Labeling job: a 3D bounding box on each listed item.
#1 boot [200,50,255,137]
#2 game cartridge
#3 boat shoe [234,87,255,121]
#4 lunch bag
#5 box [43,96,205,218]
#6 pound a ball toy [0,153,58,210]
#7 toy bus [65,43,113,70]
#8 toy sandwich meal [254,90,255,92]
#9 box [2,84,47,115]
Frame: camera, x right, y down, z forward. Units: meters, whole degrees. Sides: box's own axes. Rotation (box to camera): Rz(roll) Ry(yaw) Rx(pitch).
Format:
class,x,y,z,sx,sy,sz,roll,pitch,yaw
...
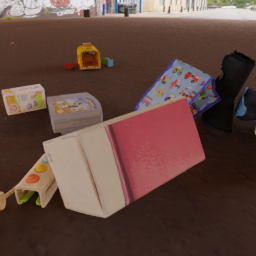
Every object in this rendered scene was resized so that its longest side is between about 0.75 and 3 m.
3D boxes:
class,x,y,z,sx,sy,sz,roll,pitch,yaw
boot,3.133,-1.167,8.727,0.962,2.117,2.520,21,33,2
game cartridge,-1.832,-0.608,9.697,1.749,0.545,2.626,-13,29,-15
boat shoe,4.041,-0.656,9.263,0.833,1.022,2.428,25,33,15
lunch bag,1.353,-0.825,8.765,2.322,1.092,1.748,-42,45,-5
box,-0.036,0.482,5.745,2.685,1.463,1.717,-21,5,-35
pound a ball toy,-2.070,1.099,6.057,0.979,0.638,1.502,5,27,10
toy bus,-2.286,-4.130,15.862,2.478,1.280,2.338,14,30,25
toy sandwich meal,5.784,-1.461,11.297,1.613,0.553,1.613,0,26,0
box,-3.782,-1.053,10.222,1.380,0.776,0.699,-14,30,-26
